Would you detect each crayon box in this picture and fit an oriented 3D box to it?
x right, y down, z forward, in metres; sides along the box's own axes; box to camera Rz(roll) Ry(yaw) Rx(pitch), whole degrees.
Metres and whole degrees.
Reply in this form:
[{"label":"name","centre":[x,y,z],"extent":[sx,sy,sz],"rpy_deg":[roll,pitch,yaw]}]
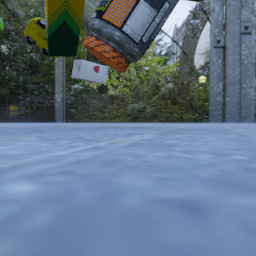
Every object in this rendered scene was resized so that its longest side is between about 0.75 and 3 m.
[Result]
[{"label":"crayon box","centre":[-1.267,-2.784,5.231],"extent":[0.643,2.206,1.903],"rpy_deg":[-4,-14,-15]}]

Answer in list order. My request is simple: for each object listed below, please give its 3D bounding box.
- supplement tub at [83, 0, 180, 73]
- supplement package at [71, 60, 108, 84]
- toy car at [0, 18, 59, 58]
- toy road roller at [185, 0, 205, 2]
[{"label":"supplement tub","centre":[0.104,-2.946,7.342],"extent":[1.681,2.743,1.681],"rpy_deg":[34,2,-1]},{"label":"supplement package","centre":[-1.481,-2.174,10.934],"extent":[1.178,0.714,0.706],"rpy_deg":[6,5,-37]},{"label":"toy car","centre":[-2.907,-2.740,6.732],"extent":[2.413,2.564,0.572],"rpy_deg":[-11,35,12]},{"label":"toy road roller","centre":[1.642,-2.834,4.675],"extent":[1.461,2.002,1.230],"rpy_deg":[29,13,-33]}]
